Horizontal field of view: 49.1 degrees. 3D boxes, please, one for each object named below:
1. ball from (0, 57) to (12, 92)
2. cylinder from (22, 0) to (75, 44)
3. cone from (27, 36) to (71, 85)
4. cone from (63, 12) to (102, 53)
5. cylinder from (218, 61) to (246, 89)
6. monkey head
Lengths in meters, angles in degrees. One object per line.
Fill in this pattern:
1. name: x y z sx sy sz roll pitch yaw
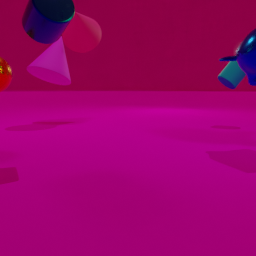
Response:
1. ball: -2.728 -1.076 5.569 0.788 0.788 0.788 0 8 0
2. cylinder: -1.372 -1.931 4.795 0.720 0.720 0.720 -6 -11 -34
3. cone: -2.517 -2.484 9.699 1.519 1.524 1.519 14 -10 2
4. cone: -1.886 -3.973 10.700 1.598 1.598 1.604 0 -10 0
5. cylinder: 3.574 -1.815 9.563 0.716 0.716 0.716 39 1 -1
6. monkey head: 2.929 -1.540 5.725 1.879 1.133 1.352 -26 -2 41
